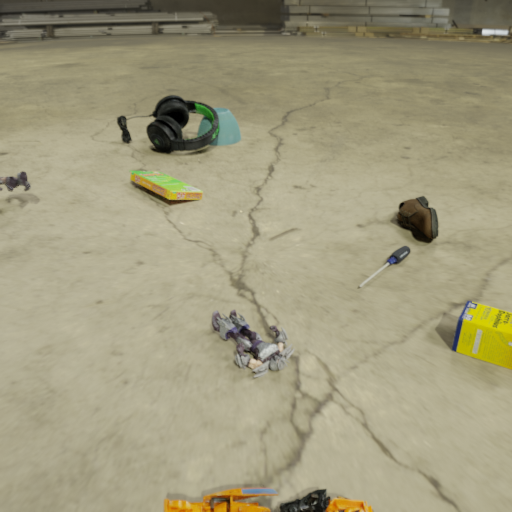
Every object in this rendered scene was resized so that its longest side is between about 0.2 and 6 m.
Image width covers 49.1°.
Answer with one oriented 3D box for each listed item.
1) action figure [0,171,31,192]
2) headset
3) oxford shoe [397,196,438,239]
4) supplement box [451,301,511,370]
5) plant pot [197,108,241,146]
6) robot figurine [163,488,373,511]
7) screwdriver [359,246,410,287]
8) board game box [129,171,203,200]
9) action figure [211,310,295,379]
[{"bbox_3d":[-5.915,-1.767,13.625,0.840,0.448,1.292,-11,8,-29],"label":"action figure"},{"bbox_3d":[-2.858,-4.118,18.238,3.357,1.577,2.073,7,52,4],"label":"headset"},{"bbox_3d":[3.635,-0.801,12.661,0.790,0.680,1.871,-8,20,3],"label":"oxford shoe"},{"bbox_3d":[3.725,1.244,8.673,1.152,0.631,0.627,16,32,27],"label":"supplement box"},{"bbox_3d":[-1.281,-4.468,19.146,1.522,1.025,1.522,0,28,0],"label":"plant pot"},{"bbox_3d":[0.232,2.936,5.397,2.347,0.683,1.702,-1,29,-2],"label":"robot figurine"},{"bbox_3d":[2.540,0.183,11.055,0.265,0.276,1.897,20,30,36],"label":"screwdriver"},{"bbox_3d":[-2.441,-1.889,14.789,1.016,0.319,2.126,-5,26,-43],"label":"board game box"},{"bbox_3d":[-0.054,1.343,8.657,0.964,0.514,1.481,-17,35,-40],"label":"action figure"}]
